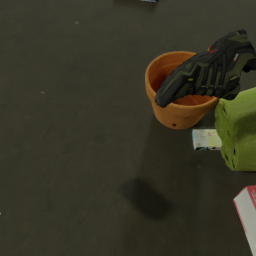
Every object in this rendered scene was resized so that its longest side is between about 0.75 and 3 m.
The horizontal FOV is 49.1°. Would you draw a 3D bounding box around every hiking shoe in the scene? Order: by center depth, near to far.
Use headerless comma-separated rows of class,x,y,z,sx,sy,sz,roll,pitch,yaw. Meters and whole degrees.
hiking shoe,0.991,-0.571,3.374,1.388,0.526,0.699,-35,86,1

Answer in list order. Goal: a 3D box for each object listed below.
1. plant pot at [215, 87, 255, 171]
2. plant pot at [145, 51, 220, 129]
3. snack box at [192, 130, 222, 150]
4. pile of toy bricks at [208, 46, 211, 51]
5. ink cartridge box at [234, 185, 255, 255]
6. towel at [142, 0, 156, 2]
plant pot,3.603,-0.035,6.559,2.707,2.851,2.851,-10,56,5
plant pot,1.461,-0.918,7.801,2.042,1.430,2.042,0,55,-1
snack box,2.297,0.319,7.707,0.982,0.182,0.571,0,56,0
pile of toy bricks,2.749,-1.962,9.121,0.594,0.668,1.203,-24,72,17
ink cartridge box,3.717,2.002,6.114,2.153,0.913,1.568,-5,55,-6
towel,0.641,-6.443,12.286,1.853,0.305,2.559,12,57,9
